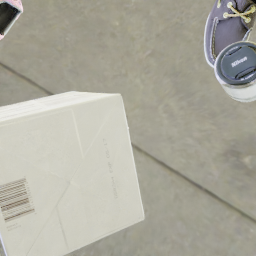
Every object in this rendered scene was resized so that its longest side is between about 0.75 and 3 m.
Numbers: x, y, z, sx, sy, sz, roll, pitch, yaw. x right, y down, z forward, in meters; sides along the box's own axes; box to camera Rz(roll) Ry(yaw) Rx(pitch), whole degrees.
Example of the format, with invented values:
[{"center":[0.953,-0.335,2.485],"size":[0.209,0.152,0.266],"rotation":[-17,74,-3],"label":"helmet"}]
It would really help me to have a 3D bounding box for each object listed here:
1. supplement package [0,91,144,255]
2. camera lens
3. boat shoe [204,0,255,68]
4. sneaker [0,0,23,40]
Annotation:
[{"center":[-1.246,0.510,4.559],"size":[1.871,2.484,1.885],"rotation":[-16,104,-23],"label":"supplement package"},{"center":[1.822,-0.860,4.421],"size":[0.749,0.936,0.749],"rotation":[-7,75,28],"label":"camera lens"},{"center":[2.203,-2.514,5.604],"size":[0.941,0.795,2.640],"rotation":[17,99,7],"label":"boat shoe"},{"center":[-3.287,-2.078,6.189],"size":[2.429,0.852,0.996],"rotation":[-50,60,7],"label":"sneaker"}]
